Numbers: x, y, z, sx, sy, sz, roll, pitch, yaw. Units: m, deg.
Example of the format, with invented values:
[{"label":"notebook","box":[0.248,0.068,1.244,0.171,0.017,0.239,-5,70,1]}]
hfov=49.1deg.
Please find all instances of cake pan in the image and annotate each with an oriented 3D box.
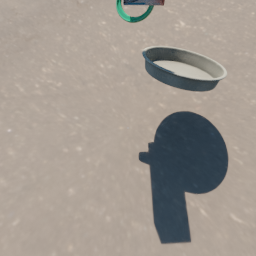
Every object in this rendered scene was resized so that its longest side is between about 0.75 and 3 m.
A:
[{"label":"cake pan","box":[1.417,-1.569,7.305,2.229,0.409,2.229,9,33,-6]}]

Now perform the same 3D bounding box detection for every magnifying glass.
[{"label":"magnifying glass","box":[0.561,-3.342,6.247,0.870,0.245,2.185,43,107,2]}]

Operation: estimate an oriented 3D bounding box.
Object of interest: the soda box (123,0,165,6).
[{"label":"soda box","box":[0.275,-3.402,5.531,0.800,0.744,2.340,0,56,-2]}]
